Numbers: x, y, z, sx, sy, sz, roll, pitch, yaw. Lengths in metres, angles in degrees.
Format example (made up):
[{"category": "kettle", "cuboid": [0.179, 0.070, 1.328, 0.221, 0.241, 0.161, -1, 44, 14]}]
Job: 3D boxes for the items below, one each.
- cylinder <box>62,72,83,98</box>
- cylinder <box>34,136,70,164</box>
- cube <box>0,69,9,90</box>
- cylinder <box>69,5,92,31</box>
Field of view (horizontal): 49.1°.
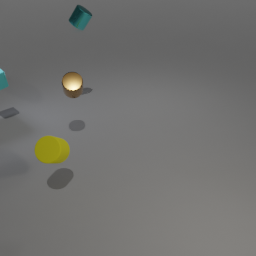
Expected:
[{"category": "cylinder", "cuboid": [-1.898, -1.466, 9.632, 0.700, 0.700, 0.700, 2, 75, -8]}, {"category": "cylinder", "cuboid": [-1.961, 0.576, 7.300, 0.700, 0.700, 0.700, 4, -7, 7]}, {"category": "cube", "cuboid": [-5.196, -1.895, 10.847, 0.700, 0.700, 0.700, 35, 54, 28]}, {"category": "cylinder", "cuboid": [-1.882, -4.369, 11.098, 0.700, 0.700, 0.700, 31, 27, -18]}]
